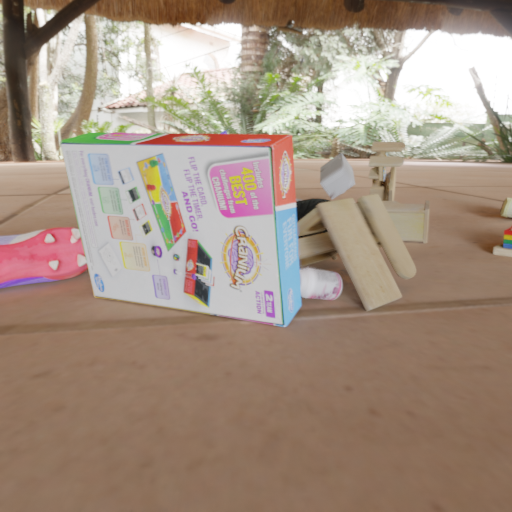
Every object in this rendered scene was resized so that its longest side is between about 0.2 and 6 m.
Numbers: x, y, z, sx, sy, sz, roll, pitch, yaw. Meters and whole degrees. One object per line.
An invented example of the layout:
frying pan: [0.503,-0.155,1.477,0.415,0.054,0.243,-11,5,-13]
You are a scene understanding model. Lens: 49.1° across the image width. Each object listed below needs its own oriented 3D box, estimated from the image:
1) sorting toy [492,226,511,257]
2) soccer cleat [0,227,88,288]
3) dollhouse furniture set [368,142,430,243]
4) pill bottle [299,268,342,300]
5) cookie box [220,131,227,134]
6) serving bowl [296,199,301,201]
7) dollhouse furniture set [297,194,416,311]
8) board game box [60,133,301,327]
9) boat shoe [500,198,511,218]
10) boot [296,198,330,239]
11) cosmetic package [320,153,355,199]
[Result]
sorting toy: [5.941,-0.312,11.558,1.575,0.548,1.565,9,15,38]
soccer cleat: [-4.245,0.112,9.081,3.194,1.065,1.221,-8,-8,-25]
dollhouse furniture set: [3.400,-1.356,13.350,1.408,1.987,2.163,4,40,16]
pill bottle: [0.855,0.413,8.253,0.767,0.435,0.435,8,6,-34]
cookie box: [-0.475,-0.798,8.824,0.671,1.785,1.527,-23,23,46]
serving bowl: [0.531,-1.217,15.522,1.803,0.593,1.803,0,12,0]
dollhouse furniture set: [1.438,0.254,9.365,1.987,1.703,2.090,-13,-17,-40]
board game box: [-1.017,-0.422,7.651,3.179,2.432,0.641,7,26,24]
boat shoe: [7.612,-1.332,16.059,0.654,0.729,1.970,26,27,34]
boot: [0.692,-0.979,13.559,2.586,0.973,1.933,-2,13,-9]
cosmetic package: [1.826,-1.812,12.660,0.647,0.546,1.212,-34,15,18]
